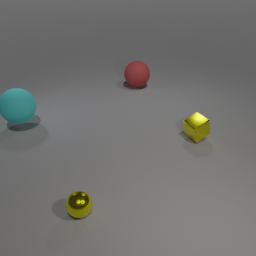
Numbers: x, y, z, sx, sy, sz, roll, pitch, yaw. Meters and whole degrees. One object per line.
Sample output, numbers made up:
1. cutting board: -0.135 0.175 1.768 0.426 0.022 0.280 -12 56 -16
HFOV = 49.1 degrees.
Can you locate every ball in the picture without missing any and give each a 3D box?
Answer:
1. ball: 0.494 -2.945 15.222 1.400 1.400 1.400 0 30 0
2. ball: -4.368 -0.865 11.085 1.400 1.400 1.400 0 30 0
3. ball: -1.284 2.000 7.366 0.700 0.700 0.700 0 30 0

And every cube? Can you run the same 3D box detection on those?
1. cube: 2.582 -0.032 10.503 0.700 0.700 0.700 -32 42 -13
